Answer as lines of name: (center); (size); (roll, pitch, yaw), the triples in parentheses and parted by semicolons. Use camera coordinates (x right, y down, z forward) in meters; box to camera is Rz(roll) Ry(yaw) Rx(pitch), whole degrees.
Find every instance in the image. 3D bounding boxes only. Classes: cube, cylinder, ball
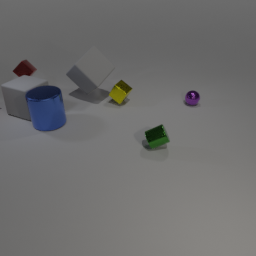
cube: (-4.927, -2.763, 13.418); (0.700, 0.700, 0.700); (-43, 16, 11)
cylinder: (1.050, 0.308, 10.018); (0.700, 0.700, 0.700); (-24, 29, 12)
cube: (-0.343, -1.684, 13.052); (0.700, 0.700, 0.700); (39, 40, 2)
cube: (-4.421, -1.355, 12.315); (1.400, 1.400, 1.400); (15, 34, 22)
cube: (-1.737, -2.637, 12.913); (1.400, 1.400, 1.400); (-54, 17, -25)
ball: (3.023, -1.411, 13.118); (0.700, 0.700, 0.700); (0, 31, 0)
cylinder: (-3.316, -0.821, 11.420); (1.400, 1.400, 1.400); (-2, 33, 1)
